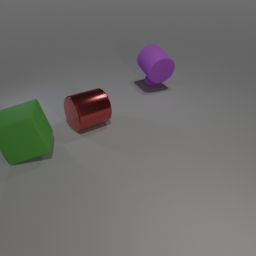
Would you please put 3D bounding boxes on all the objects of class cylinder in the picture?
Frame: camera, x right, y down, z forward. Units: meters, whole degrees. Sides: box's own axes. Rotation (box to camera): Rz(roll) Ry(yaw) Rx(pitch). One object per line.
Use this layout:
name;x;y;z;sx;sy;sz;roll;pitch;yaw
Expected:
cylinder;-1.576;-0.724;10.937;1.400;1.400;1.400;-20;36;-31
cylinder;1.345;-3.136;13.681;1.400;1.400;1.400;-12;46;-19

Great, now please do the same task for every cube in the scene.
cube;-3.441;0.110;9.235;1.400;1.400;1.400;-18;32;0

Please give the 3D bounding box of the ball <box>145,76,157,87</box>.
ball;1.217;-2.510;14.624;0.700;0.700;0.700;0;31;0
